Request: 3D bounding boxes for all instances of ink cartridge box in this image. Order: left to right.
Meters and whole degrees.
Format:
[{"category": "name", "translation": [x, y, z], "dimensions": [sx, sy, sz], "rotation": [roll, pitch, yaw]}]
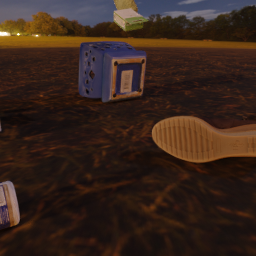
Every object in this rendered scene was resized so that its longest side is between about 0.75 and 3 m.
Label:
[{"category": "ink cartridge box", "translation": [0.075, -3.167, 8.306], "dimensions": [0.601, 0.344, 1.158], "rotation": [-17, 44, -21]}]

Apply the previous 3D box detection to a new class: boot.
[{"category": "boot", "translation": [2.064, 0.175, 6.567], "dimensions": [2.625, 0.950, 2.183], "rotation": [6, 8, 20]}]

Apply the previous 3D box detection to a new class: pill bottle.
[{"category": "pill bottle", "translation": [-2.075, 1.136, 3.741], "dimensions": [1.092, 0.632, 0.632], "rotation": [-10, 22, -28]}]

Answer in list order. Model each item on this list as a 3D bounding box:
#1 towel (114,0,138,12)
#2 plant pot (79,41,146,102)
[{"category": "towel", "translation": [-0.153, -4.377, 9.868], "dimensions": [0.354, 1.441, 1.943], "rotation": [-26, 6, -5]}, {"category": "plant pot", "translation": [-0.538, -2.172, 11.052], "dimensions": [2.168, 2.168, 1.949], "rotation": [-13, 30, -35]}]
